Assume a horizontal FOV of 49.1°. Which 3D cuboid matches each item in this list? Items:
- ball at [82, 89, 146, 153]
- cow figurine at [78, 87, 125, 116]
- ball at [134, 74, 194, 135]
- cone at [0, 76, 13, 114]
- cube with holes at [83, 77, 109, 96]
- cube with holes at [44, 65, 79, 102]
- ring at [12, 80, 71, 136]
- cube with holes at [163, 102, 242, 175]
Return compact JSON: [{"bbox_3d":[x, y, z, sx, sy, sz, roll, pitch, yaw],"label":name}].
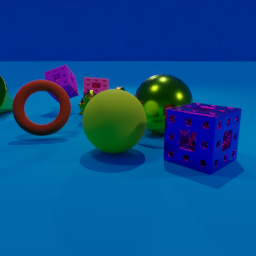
[{"bbox_3d":[-0.252,-0.125,5.228,1.186,1.186,1.186,0,15,0],"label":"ball"},{"bbox_3d":[-0.534,-0.579,7.741,1.487,0.816,1.463,35,48,29],"label":"cow figurine"},{"bbox_3d":[0.802,-0.537,6.449,1.380,1.380,1.380,0,15,0],"label":"ball"},{"bbox_3d":[-4.006,-0.819,8.956,1.435,1.435,1.440,5,-11,18],"label":"cone"},{"bbox_3d":[-1.042,-1.060,9.000,0.777,0.777,0.777,3,45,-9],"label":"cube with holes"},{"bbox_3d":[-2.124,-1.412,8.982,0.751,0.751,0.751,-17,-24,7],"label":"cube with holes"},{"bbox_3d":[-1.900,-0.449,6.199,1.258,1.258,0.252,-2,-6,-9],"label":"ring"},{"bbox_3d":[1.277,0.118,4.854,0.927,0.927,0.927,14,20,43],"label":"cube with holes"}]
